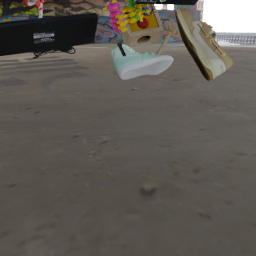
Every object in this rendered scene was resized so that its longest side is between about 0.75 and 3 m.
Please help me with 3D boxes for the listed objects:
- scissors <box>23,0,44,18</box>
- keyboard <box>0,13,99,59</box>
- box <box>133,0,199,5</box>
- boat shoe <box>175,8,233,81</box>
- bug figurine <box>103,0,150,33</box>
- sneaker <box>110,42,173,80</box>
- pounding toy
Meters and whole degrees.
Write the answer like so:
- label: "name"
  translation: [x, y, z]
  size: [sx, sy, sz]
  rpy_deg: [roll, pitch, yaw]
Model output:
- label: "scissors"
  translation: [-2.149, -3.112, 6.998]
  size: [0.152, 0.800, 2.186]
  rpy_deg: [35, 0, -8]
- label: "keyboard"
  translation: [-2.015, -2.203, 6.528]
  size: [2.585, 0.512, 1.345]
  rpy_deg: [-14, -19, -21]
- label: "box"
  translation: [0.970, -2.655, 4.693]
  size: [1.429, 0.352, 1.480]
  rpy_deg: [-9, -11, -27]
- label: "boat shoe"
  translation: [1.722, -2.046, 6.523]
  size: [0.688, 2.072, 0.767]
  rpy_deg: [-24, -22, 9]
- label: "bug figurine"
  translation: [-0.105, -2.886, 5.814]
  size: [0.530, 1.597, 2.060]
  rpy_deg: [6, 38, 26]
- label: "sneaker"
  translation: [0.310, -1.647, 6.400]
  size: [1.464, 0.539, 0.863]
  rpy_deg: [-16, 64, -27]
- label: "pounding toy"
  translation: [0.773, -3.241, 9.016]
  size: [1.873, 1.645, 0.857]
  rpy_deg: [-15, -12, -11]
